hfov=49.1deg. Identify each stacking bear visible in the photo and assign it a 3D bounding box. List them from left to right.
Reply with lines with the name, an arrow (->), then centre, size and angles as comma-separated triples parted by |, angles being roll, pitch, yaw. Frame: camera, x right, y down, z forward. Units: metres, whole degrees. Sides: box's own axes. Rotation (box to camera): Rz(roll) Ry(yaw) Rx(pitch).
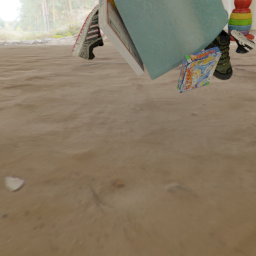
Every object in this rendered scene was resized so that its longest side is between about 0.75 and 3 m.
stacking bear -> 3.520, -3.459, 8.726 | 0.831, 1.369, 0.778 | 23, 38, 40

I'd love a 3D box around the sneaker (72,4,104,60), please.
sneaker -> -1.134, -3.146, 9.359 | 0.871, 1.991, 0.734 | 25, -4, -19

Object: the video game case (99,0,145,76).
video game case -> -0.184, -3.001, 7.756 | 0.236, 1.937, 2.709 | -20, 53, 23

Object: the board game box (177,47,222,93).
board game box -> 1.659, -1.355, 6.707 | 0.832, 1.229, 0.212 | -17, 65, -6

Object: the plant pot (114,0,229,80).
plant pot -> 1.381, -3.091, 7.776 | 2.385, 2.335, 2.342 | -20, 19, 21

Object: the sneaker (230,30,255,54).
sneaker -> 2.847, -2.154, 7.203 | 0.776, 0.434, 0.283 | 26, 54, -14

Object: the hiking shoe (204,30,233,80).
hiking shoe -> 2.818, -2.485, 8.803 | 0.767, 2.027, 1.020 | -23, 1, -6
